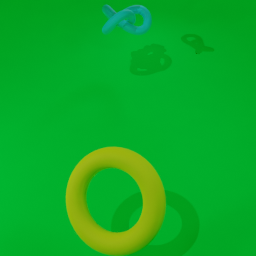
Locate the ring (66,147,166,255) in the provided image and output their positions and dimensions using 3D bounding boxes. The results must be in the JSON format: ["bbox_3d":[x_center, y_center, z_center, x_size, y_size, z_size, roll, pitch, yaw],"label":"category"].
[{"bbox_3d":[-0.276,1.348,5.221,1.989,0.398,1.989,-1,86,21],"label":"ring"}]

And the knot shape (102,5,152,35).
[{"bbox_3d":[-0.231,-3.659,9.409,1.775,0.820,1.661,-18,37,-29],"label":"knot shape"}]
